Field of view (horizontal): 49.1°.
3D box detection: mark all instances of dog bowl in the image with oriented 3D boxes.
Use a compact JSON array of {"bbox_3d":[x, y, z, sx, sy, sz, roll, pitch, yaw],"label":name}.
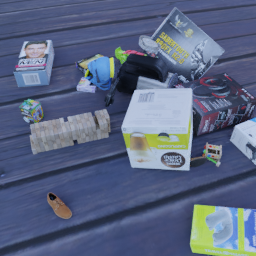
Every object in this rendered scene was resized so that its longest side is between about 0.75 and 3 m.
[{"bbox_3d":[0.798,-3.130,10.511,0.884,0.259,0.884,18,37,-14],"label":"dog bowl"}]

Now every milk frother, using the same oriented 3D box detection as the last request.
[{"bbox_3d":[0.518,-1.565,11.558,2.314,2.220,2.460,19,80,20],"label":"milk frother"}]

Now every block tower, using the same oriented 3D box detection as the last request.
[{"bbox_3d":[-2.118,0.102,10.361,2.961,0.856,0.800,-14,46,-13],"label":"block tower"}]

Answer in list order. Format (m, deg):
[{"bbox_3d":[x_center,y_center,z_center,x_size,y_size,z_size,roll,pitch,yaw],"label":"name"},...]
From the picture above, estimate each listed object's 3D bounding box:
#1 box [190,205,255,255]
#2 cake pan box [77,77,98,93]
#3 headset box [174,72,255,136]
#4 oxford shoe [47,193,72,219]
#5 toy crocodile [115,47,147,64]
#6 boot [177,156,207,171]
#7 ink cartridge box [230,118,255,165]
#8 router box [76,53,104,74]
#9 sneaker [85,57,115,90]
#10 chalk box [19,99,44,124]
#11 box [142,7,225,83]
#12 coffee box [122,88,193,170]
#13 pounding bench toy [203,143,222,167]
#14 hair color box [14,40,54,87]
[{"bbox_3d":[2.778,2.778,7.498,2.052,0.489,1.251,-2,41,21],"label":"box"},{"bbox_3d":[-1.814,-1.991,12.951,0.904,0.237,0.833,9,47,9],"label":"cake pan box"},{"bbox_3d":[3.275,-1.002,11.310,2.854,1.071,2.121,-16,46,-15],"label":"headset box"},{"bbox_3d":[-2.090,2.326,8.398,1.049,0.374,0.374,32,51,27],"label":"oxford shoe"},{"bbox_3d":[0.298,-3.520,13.990,0.822,0.751,2.434,-31,39,-28],"label":"toy crocodile"},{"bbox_3d":[2.143,1.111,9.637,1.164,0.428,0.439,-11,39,-7],"label":"boot"},{"bbox_3d":[4.863,0.570,9.874,1.401,0.808,1.931,-19,47,-19],"label":"ink cartridge box"},{"bbox_3d":[-1.723,-3.185,14.068,1.425,0.372,1.120,-30,52,-28],"label":"router box"},{"bbox_3d":[-1.202,-2.188,11.461,1.135,2.896,0.955,-5,86,-7],"label":"sneaker"},{"bbox_3d":[-3.833,-0.728,11.106,0.607,0.972,0.602,19,47,18],"label":"chalk box"},{"bbox_3d":[2.363,-3.388,12.111,2.776,2.199,0.671,36,25,-14],"label":"box"},{"bbox_3d":[1.106,0.043,9.395,1.978,1.959,1.981,1,42,16],"label":"coffee box"},{"bbox_3d":[2.904,0.959,9.730,0.586,0.467,0.751,10,45,10],"label":"pounding bench toy"},{"bbox_3d":[-4.520,-3.223,13.749,1.432,0.877,2.894,-4,44,-4],"label":"hair color box"}]
